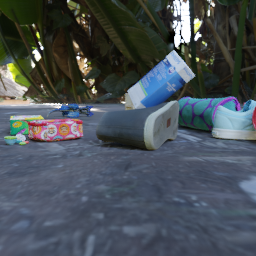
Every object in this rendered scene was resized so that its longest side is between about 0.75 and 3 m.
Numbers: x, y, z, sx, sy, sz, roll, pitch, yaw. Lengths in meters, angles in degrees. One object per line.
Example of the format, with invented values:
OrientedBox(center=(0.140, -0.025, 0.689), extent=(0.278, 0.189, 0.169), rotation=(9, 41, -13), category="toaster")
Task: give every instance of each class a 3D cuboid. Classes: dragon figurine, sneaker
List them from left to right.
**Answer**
OrientedBox(center=(-3.389, -1.042, 16.782), extent=(2.705, 0.796, 1.345), rotation=(-3, 7, -37), category="dragon figurine")
OrientedBox(center=(0.428, -0.209, 7.722), extent=(1.586, 1.117, 2.986), rotation=(6, 9, 23), category="sneaker")
OrientedBox(center=(3.902, -0.252, 8.174), extent=(2.774, 1.137, 1.025), rotation=(0, 7, -3), category="sneaker")

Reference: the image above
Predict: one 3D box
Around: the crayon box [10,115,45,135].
OrientedBox(center=(-3.547, -0.132, 9.836), extent=(1.065, 0.522, 1.794), rotation=(-2, 7, -21), category="crayon box")

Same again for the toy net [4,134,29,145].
OrientedBox(center=(-2.936, 0.287, 7.559), extent=(0.553, 0.204, 1.055), rotation=(-1, 6, -9), category="toy net")

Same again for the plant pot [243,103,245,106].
OrientedBox(center=(5.430, -0.577, 11.849), extent=(1.079, 0.966, 1.079), rotation=(1, 6, 0), category="plant pot")

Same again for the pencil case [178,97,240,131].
OrientedBox(center=(2.862, -0.551, 10.461), extent=(1.334, 1.228, 2.886), rotation=(-15, 11, -18), category="pencil case")

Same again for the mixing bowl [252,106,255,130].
OrientedBox(center=(4.257, -0.247, 7.107), extent=(0.987, 1.821, 1.821), rotation=(37, -13, -28), category="mixing bowl")

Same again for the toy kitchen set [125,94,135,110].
OrientedBox(center=(0.734, -1.698, 19.618), extent=(1.323, 1.463, 1.621), rotation=(4, 12, 25), category="toy kitchen set")

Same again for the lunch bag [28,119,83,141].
OrientedBox(center=(-2.154, 0.047, 8.236), extent=(1.468, 0.601, 1.293), rotation=(-3, 2, -31), category="lunch bag")

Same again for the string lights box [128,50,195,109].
OrientedBox(center=(1.081, -1.523, 9.643), extent=(0.640, 2.170, 1.115), rotation=(36, 23, -38), category="string lights box")
